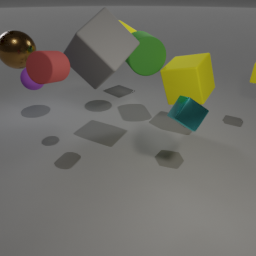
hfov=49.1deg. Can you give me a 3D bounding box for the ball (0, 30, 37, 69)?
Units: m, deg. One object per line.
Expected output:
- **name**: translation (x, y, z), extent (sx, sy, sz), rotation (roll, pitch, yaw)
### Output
- **ball**: translation (-4.173, -2.931, 10.532), extent (1.400, 1.400, 1.400), rotation (0, 27, 0)

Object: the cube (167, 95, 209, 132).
- **cube**: translation (1.633, -0.404, 7.695), extent (0.700, 0.700, 0.700), rotation (31, 4, -15)

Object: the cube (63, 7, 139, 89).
- **cube**: translation (-0.812, -2.258, 8.126), extent (1.400, 1.400, 1.400), rotation (-55, 15, -30)

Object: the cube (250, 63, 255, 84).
- **cube**: translation (4.909, -1.994, 10.153), extent (0.700, 0.700, 0.700), rotation (18, 30, 24)

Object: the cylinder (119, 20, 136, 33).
- **cylinder**: translation (-0.246, -4.138, 13.232), extent (1.400, 1.400, 1.400), rotation (40, 43, 24)

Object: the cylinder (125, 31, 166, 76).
- **cylinder**: translation (0.556, -2.813, 10.490), extent (1.400, 1.400, 1.400), rotation (-5, 28, -11)

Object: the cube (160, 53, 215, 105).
- **cube**: translation (2.216, -1.779, 10.258), extent (1.400, 1.400, 1.400), rotation (3, 34, 35)

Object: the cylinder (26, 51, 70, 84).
- **cylinder**: translation (-1.760, -1.354, 6.217), extent (0.700, 0.700, 0.700), rotation (9, 17, 17)

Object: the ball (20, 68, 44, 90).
- **ball**: translation (-2.763, -1.455, 8.157), extent (0.700, 0.700, 0.700), rotation (0, 27, 0)
